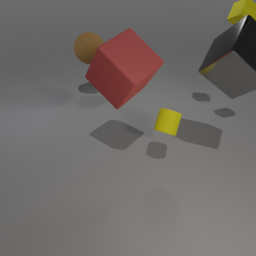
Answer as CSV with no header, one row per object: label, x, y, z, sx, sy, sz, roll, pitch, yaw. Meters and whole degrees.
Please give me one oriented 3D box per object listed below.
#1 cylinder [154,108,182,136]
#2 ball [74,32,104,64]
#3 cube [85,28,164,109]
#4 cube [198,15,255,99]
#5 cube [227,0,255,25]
cylinder,1.217,-0.186,8.604,0.700,0.700,0.700,16,1,0
ball,-1.747,-3.610,12.705,1.400,1.400,1.400,0,31,0
cube,-0.129,-1.680,8.037,1.400,1.400,1.400,46,56,2
cube,3.122,-1.913,7.819,1.400,1.400,1.400,35,67,-13
cube,4.120,-4.057,9.960,0.700,0.700,0.700,25,-2,-20
